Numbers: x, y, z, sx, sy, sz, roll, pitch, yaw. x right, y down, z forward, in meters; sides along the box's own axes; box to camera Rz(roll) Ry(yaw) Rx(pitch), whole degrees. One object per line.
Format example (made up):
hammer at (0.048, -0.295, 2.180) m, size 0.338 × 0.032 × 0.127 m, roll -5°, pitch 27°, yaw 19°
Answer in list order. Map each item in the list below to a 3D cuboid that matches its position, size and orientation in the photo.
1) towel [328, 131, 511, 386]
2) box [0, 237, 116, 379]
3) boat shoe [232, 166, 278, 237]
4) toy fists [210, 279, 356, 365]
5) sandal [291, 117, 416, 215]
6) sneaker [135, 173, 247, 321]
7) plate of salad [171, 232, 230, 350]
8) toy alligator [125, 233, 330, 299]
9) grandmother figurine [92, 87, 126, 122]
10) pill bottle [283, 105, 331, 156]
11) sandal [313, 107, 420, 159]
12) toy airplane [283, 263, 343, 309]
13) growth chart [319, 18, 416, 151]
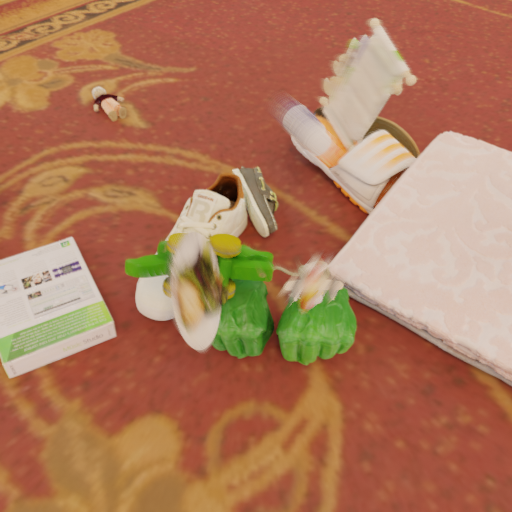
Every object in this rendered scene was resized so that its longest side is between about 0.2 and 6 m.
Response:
towel at (3.613, -0.081, 8.372) m, size 3.855 × 0.621 × 3.681 m, roll 31°, pitch 67°, yaw 30°
box at (-3.172, 0.677, 8.374) m, size 1.541 × 0.388 × 2.135 m, roll -20°, pitch 45°, yaw -21°
boat shoe at (0.063, -1.032, 9.983) m, size 0.565 × 0.675 × 1.889 m, roll -15°, pitch 41°, yaw -9°
toy fists at (0.255, 0.940, 7.823) m, size 2.250 × 0.774 × 1.147 m, roll 5°, pitch 36°, yaw 8°
sandal at (1.877, -1.886, 10.409) m, size 1.325 × 0.991 × 3.458 m, roll -37°, pitch 58°, yaw -20°
sneaker at (-1.038, -0.314, 8.824) m, size 1.055 × 1.227 × 2.899 m, roll 17°, pitch 47°, yaw 15°
plate of salad at (-0.612, 0.401, 6.536) m, size 0.330 × 1.374 × 1.374 m, roll -6°, pitch 40°, yaw 19°
toy alligator at (-0.392, 0.076, 7.703) m, size 2.759 × 0.818 × 0.749 m, roll 1°, pitch 27°, yaw -15°
grandmother figurine at (-3.426, -3.555, 12.947) m, size 0.753 × 0.376 × 1.242 m, roll -20°, pitch 48°, yaw -33°
pill bottle at (0.881, -2.121, 9.546) m, size 0.510 × 0.510 × 0.852 m, roll -22°, pitch 59°, yaw -22°
sandal at (2.414, -2.509, 11.397) m, size 2.646 × 0.970 × 0.870 m, roll 33°, pitch 42°, yaw 33°
toy airplane at (0.709, 0.386, 6.830) m, size 0.607 × 0.605 × 0.428 m, roll -32°, pitch 43°, yaw 10°
growth chart at (1.859, -3.008, 10.072) m, size 0.210 × 2.369 × 1.714 m, roll -11°, pitch 69°, yaw -23°
